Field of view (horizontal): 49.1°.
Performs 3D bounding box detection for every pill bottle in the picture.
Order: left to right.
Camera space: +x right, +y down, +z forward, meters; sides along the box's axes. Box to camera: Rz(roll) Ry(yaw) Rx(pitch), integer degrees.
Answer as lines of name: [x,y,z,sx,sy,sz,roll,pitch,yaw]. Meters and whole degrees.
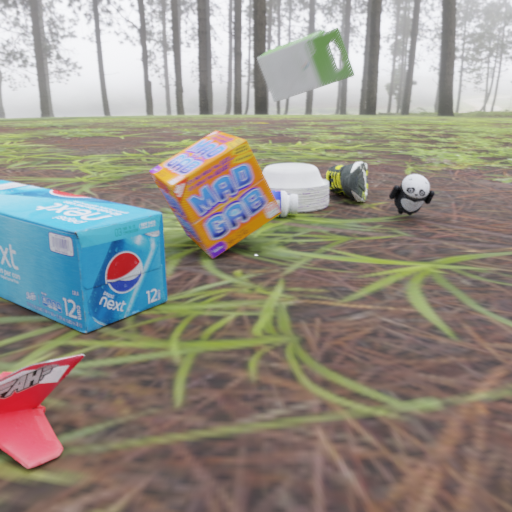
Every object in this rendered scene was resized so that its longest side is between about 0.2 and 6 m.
pill bottle: [0.340,-1.024,11.071,0.949,0.532,0.532,-1,17,-1]

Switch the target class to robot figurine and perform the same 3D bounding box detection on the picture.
robot figurine: [2.990,-1.159,10.792,0.669,0.890,0.555,-27,63,-22]

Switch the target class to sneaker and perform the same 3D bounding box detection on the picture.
sneaker: [2.049,-1.679,12.917,1.006,0.885,2.378,-2,7,15]

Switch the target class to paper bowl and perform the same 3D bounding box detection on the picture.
paper bowl: [0.741,-1.511,12.100,1.670,0.869,1.670,-1,18,0]

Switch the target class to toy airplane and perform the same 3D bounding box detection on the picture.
toy airplane: [-2.624,1.199,3.902,2.821,0.519,2.821,2,21,-1]

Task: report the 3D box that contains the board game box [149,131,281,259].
board game box: [-0.659,-1.005,8.808,1.320,1.319,1.319,-34,28,-11]

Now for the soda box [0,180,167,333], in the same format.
soda box: [-2.853,-0.174,7.252,3.645,1.170,1.236,14,22,36]

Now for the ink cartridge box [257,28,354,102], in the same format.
ink cartridge box: [0.486,-1.789,5.203,0.866,0.450,0.257,-8,27,35]
